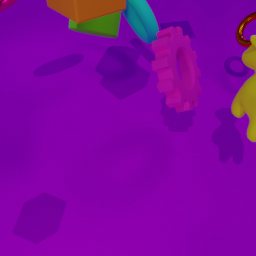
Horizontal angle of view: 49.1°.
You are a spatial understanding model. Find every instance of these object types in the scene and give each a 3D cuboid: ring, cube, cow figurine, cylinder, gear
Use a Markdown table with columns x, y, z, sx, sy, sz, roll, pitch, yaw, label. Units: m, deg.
| x | y | z | sx | sy | sz | roll | pitch | yaw | label |
| --- | --- | --- | --- | --- | --- | --- | --- | --- | --- |
| 0.292 | -3.381 | 8.388 | 0.381 | 1.904 | 1.904 | -35 | 55 | 0 | ring |
| -3.082 | -3.186 | 6.234 | 1.807 | 1.807 | 0.361 | -32 | 87 | -24 | ring |
| -0.810 | -2.756 | 5.111 | 1.129 | 1.129 | 1.129 | -29 | 50 | -29 | cube |
| 3.500 | -2.737 | 7.753 | 0.215 | 1.076 | 1.076 | 20 | 36 | -40 | ring |
| 2.326 | -0.733 | 4.596 | 0.878 | 1.574 | 1.600 | 7 | 35 | -5 | cow figurine |
| -0.819 | -3.130 | 7.304 | 1.301 | 1.301 | 1.301 | 9 | 14 | -2 | cylinder |
| 1.114 | -1.269 | 6.126 | 0.331 | 1.792 | 1.792 | -9 | 42 | 35 | gear |
